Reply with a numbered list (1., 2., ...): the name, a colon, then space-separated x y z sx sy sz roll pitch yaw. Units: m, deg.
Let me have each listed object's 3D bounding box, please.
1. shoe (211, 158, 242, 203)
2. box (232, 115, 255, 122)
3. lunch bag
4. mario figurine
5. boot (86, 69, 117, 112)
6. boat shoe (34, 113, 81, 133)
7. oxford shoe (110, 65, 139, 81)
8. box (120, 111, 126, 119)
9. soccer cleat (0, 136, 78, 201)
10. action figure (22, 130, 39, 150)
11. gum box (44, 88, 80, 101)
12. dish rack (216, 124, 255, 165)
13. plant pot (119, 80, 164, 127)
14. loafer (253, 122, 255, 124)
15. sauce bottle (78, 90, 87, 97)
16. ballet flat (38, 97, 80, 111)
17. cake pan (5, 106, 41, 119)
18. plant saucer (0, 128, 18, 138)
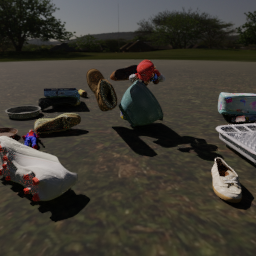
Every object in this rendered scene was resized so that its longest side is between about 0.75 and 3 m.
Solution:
1. shoe: 2.403 1.260 6.990 0.598 0.457 1.711 1 18 4
2. box: 5.065 -0.389 11.953 0.799 0.233 1.167 -1 -1 -5
3. lunch bag: 5.337 -1.114 13.130 2.081 1.000 2.595 5 10 15
4. mario figurine: 0.740 -1.855 10.610 0.940 1.094 1.773 47 7 12
5. boot: -1.022 -1.612 11.028 0.766 2.029 2.317 -26 3 -8
6. boat shoe: -2.758 -0.140 11.132 1.844 0.673 0.580 -7 29 -18
7. oxford shoe: 0.003 -2.206 11.392 1.649 0.588 0.588 -11 2 -33
8. box: 0.262 -0.731 13.254 1.233 0.432 0.396 -7 19 -21
9. soccer cleat: -2.517 0.969 7.225 2.939 1.018 1.140 24 24 37
10. action figure: -3.399 0.396 9.812 0.584 0.461 1.785 -8 16 -15
11. gum box: -3.637 -1.844 15.677 1.693 0.444 1.992 -1 -3 -5
12. dish rack: 4.398 0.546 9.009 2.367 0.600 2.758 -3 18 -11
13. plant pot: 0.412 -0.848 11.734 1.267 1.892 1.892 -37 26 -7
14. loafer: 5.560 -0.087 11.430 1.271 0.464 0.451 -7 -16 -21
15. sauce bottle: -3.043 -2.278 18.166 0.408 0.408 1.236 -10 20 -28
16. ballet flat: -3.671 -1.289 15.083 2.343 0.666 0.779 -6 -4 -34
17. cake pan: -5.065 -0.771 13.602 1.620 0.297 1.620 0 18 0
18. plant saucer: -4.834 0.280 10.464 1.363 0.219 1.363 1 18 0
